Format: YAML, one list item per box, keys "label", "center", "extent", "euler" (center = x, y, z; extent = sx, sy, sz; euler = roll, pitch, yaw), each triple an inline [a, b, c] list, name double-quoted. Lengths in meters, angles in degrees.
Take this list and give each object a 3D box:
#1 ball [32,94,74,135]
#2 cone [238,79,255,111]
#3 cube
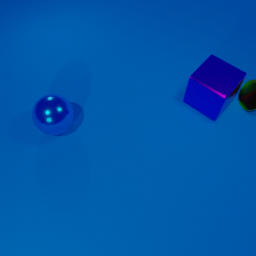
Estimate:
- label: "ball"
  center: [-2.149, -0.388, 8.058]
  extent: [1.178, 1.178, 1.178]
  euler: [0, 59, 0]
- label: "cone"
  center: [4.203, -0.970, 8.808]
  extent: [0.973, 0.969, 0.969]
  euler: [6, 55, -27]
- label: "cube"
  center: [2.590, -1.216, 8.517]
  extent: [1.216, 1.216, 1.216]
  euler: [36, 66, 20]
